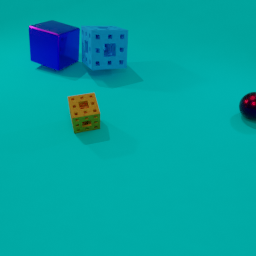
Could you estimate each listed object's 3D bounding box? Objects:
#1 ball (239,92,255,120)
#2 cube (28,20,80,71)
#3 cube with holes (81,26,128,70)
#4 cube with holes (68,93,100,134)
[{"bbox_3d":[3.532,-0.613,7.839,0.801,0.801,0.801,0,39,0],"label":"ball"},{"bbox_3d":[-2.687,-3.074,10.329,1.306,1.306,1.306,22,36,17],"label":"cube"},{"bbox_3d":[-0.845,-2.841,9.811,1.269,1.269,1.269,-8,28,-22],"label":"cube with holes"},{"bbox_3d":[-1.171,-0.397,7.505,0.716,0.716,0.716,-11,58,-13],"label":"cube with holes"}]
